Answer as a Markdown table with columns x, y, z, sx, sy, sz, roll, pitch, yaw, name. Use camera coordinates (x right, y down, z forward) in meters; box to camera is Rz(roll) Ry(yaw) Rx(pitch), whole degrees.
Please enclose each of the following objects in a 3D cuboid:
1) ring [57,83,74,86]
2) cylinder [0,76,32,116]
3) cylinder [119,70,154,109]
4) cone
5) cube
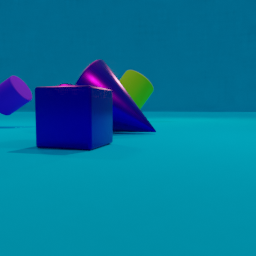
| x | y | z | sx | sy | sz | roll | pitch | yaw | name |
| --- | --- | --- | --- | --- | --- | --- | --- | --- | --- |
| -2.007 | -0.784 | 9.041 | 1.322 | 1.322 | 0.264 | 0 | -3 | -2 | ring |
| -3.099 | -0.853 | 7.412 | 0.780 | 0.780 | 0.780 | -32 | -2 | 10 | cylinder |
| 0.097 | -1.271 | 10.391 | 1.264 | 1.264 | 1.264 | 34 | -13 | 9 | cylinder |
| -0.153 | -0.279 | 5.405 | 1.556 | 1.550 | 1.550 | 27 | 8 | 8 | cone |
| -0.636 | -0.135 | 3.451 | 0.709 | 0.709 | 0.709 | 1 | 4 | 17 | cube |
